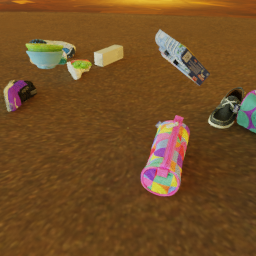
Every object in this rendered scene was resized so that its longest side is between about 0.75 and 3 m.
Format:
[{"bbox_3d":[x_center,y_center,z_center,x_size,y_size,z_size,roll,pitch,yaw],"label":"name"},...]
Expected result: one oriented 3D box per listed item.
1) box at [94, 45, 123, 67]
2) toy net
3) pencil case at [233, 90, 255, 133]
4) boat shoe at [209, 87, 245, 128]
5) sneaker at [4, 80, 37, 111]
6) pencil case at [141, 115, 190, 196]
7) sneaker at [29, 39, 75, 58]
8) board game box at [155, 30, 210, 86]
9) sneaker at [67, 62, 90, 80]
[{"bbox_3d":[-0.940,-3.648,14.051,0.558,0.670,1.631,21,37,31],"label":"box"},{"bbox_3d":[-1.032,-1.095,4.111,0.822,0.303,1.567,-5,19,-17],"label":"toy net"},{"bbox_3d":[4.520,-0.189,8.078,2.659,1.229,1.131,29,41,36],"label":"pencil case"},{"bbox_3d":[3.328,-0.700,9.346,0.807,0.760,2.247,23,41,30],"label":"boat shoe"},{"bbox_3d":[-3.881,-1.290,10.288,1.009,0.705,2.028,-5,33,-9],"label":"sneaker"},{"bbox_3d":[0.990,0.630,7.016,0.997,0.997,2.256,8,35,13],"label":"pencil case"},{"bbox_3d":[-3.977,-4.230,14.904,2.480,0.930,1.075,7,26,-4],"label":"sneaker"},{"bbox_3d":[1.130,-1.692,6.535,1.282,0.396,1.282,25,19,-48],"label":"board game box"},{"bbox_3d":[-2.121,-2.690,12.591,0.953,0.607,1.649,-14,34,-16],"label":"sneaker"}]
